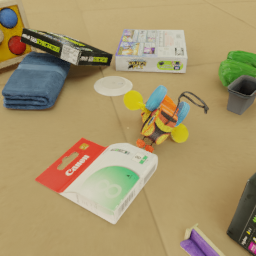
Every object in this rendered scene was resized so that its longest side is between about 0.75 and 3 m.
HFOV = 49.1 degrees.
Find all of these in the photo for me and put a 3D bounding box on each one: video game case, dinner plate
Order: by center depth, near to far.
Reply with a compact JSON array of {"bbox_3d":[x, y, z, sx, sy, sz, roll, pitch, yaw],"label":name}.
[{"bbox_3d":[-0.467,-1.375,8.822,1.222,0.148,1.222,1,39,-1],"label":"dinner plate"},{"bbox_3d":[0.890,-2.920,10.367,2.402,0.602,2.651,4,39,5],"label":"video game case"}]

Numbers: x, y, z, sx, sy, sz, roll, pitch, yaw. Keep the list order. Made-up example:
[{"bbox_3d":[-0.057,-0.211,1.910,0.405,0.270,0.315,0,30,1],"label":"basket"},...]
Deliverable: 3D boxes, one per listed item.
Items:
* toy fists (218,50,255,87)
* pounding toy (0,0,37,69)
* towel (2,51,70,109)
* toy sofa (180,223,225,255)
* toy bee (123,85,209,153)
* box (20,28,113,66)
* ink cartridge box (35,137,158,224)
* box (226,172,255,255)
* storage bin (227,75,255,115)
[{"bbox_3d":[3.587,-1.908,9.023,1.123,0.758,2.203,26,43,18],"label":"toy fists"},{"bbox_3d":[-4.411,-2.816,9.176,1.768,2.289,2.486,19,41,40],"label":"pounding toy"},{"bbox_3d":[-2.683,-1.503,8.549,1.520,0.661,2.723,3,37,-1],"label":"towel"},{"bbox_3d":[1.220,1.965,4.462,0.386,0.328,0.792,-22,43,-27],"label":"toy sofa"},{"bbox_3d":[0.605,-0.231,6.328,1.742,1.447,2.662,36,4,10],"label":"toy bee"},{"bbox_3d":[-1.926,-2.626,9.214,2.230,0.530,2.154,26,22,17],"label":"box"},{"bbox_3d":[-0.658,0.823,5.790,2.050,0.513,1.650,22,43,23],"label":"ink cartridge box"},{"bbox_3d":[3.075,1.482,4.123,1.777,1.487,2.393,-28,46,-30],"label":"box"},{"bbox_3d":[3.215,-0.865,7.700,0.784,0.723,1.077,29,48,32],"label":"storage bin"}]
